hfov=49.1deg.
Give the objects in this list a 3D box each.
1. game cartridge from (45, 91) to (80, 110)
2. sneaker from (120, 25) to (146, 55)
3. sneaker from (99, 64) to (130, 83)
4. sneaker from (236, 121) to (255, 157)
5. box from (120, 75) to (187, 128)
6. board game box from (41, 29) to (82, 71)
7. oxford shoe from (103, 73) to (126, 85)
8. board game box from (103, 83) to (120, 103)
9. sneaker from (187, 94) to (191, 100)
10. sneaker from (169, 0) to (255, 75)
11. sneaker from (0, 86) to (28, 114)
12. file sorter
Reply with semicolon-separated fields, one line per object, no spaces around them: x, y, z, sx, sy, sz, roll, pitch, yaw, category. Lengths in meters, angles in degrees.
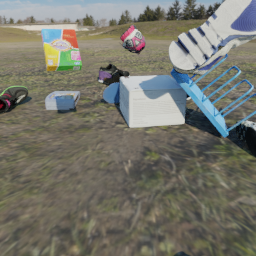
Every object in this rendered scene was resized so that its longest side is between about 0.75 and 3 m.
-3.074;-1.326;13.091;1.405;0.438;2.111;3;22;-3;game cartridge
0.299;-3.540;11.864;0.995;0.922;2.469;-41;2;13;sneaker
-0.786;-3.533;17.628;0.919;1.062;2.426;20;29;40;sneaker
4.109;0.245;8.606;0.950;0.795;2.146;-1;22;4;sneaker
0.900;-1.139;11.126;2.229;1.457;2.217;-4;24;-10;box
-1.621;-1.906;6.805;0.825;1.079;0.218;-7;-20;-21;board game box
-0.614;-2.860;16.344;1.903;0.803;0.692;8;25;24;oxford shoe
-0.126;-1.744;12.650;2.066;1.632;0.402;-5;65;-11;board game box
2.334;-1.827;13.425;2.304;1.037;0.806;-16;27;-35;sneaker
2.353;-2.398;7.806;2.914;1.177;1.683;-30;-5;0;sneaker
-5.209;-1.068;11.936;1.011;0.926;2.414;21;40;30;sneaker
3.061;-1.502;9.658;1.713;2.792;1.937;-40;6;22;file sorter
